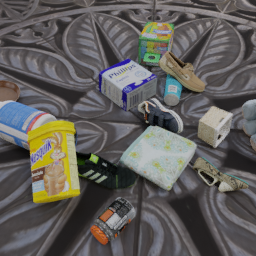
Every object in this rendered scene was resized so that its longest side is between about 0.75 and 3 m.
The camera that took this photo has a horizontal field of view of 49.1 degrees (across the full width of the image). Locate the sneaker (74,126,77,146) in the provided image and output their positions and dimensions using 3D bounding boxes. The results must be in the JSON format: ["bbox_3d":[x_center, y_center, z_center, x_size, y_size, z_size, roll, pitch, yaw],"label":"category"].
[{"bbox_3d":[-2.684,0.706,10.386,0.917,1.072,2.588,17,49,15],"label":"sneaker"}]

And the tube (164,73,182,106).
[{"bbox_3d":[2.223,-2.138,13.442,1.041,0.677,2.687,29,44,-10],"label":"tube"}]

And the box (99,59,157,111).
[{"bbox_3d":[-0.031,-2.065,13.048,1.899,1.083,2.065,-32,53,-28],"label":"box"}]

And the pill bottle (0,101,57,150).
[{"bbox_3d":[-4.285,-0.180,10.918,2.772,1.556,1.556,20,49,17],"label":"pill bottle"}]

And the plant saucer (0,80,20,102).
[{"bbox_3d":[-6.101,-1.349,12.848,2.334,0.402,2.334,0,47,0],"label":"plant saucer"}]

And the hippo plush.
[{"bbox_3d":[5.878,-0.498,10.397,2.389,2.971,2.367,-8,21,-9],"label":"hippo plush"}]

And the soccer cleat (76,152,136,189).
[{"bbox_3d":[-0.975,1.410,9.722,2.583,1.047,0.872,14,48,9],"label":"soccer cleat"}]

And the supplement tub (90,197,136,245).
[{"bbox_3d":[-0.458,2.829,8.554,0.809,0.809,1.321,33,55,28],"label":"supplement tub"}]

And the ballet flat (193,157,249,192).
[{"bbox_3d":[3.135,1.765,9.792,1.971,0.669,0.742,32,76,33],"label":"ballet flat"}]

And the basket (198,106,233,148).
[{"bbox_3d":[3.353,-0.063,10.850,0.882,1.097,1.087,32,61,31],"label":"basket"}]

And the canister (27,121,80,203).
[{"bbox_3d":[-2.335,1.093,8.790,1.682,0.980,2.264,-20,71,33],"label":"canister"}]

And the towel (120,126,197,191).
[{"bbox_3d":[1.180,0.963,10.398,2.065,0.581,2.412,25,47,23],"label":"towel"}]

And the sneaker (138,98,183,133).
[{"bbox_3d":[1.266,-0.416,11.607,0.925,0.914,2.330,-18,37,-24],"label":"sneaker"}]

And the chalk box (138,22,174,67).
[{"bbox_3d":[1.444,-4.321,14.874,1.574,1.566,2.530,10,47,10],"label":"chalk box"}]

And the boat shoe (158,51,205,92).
[{"bbox_3d":[2.671,-2.619,13.172,2.564,0.827,0.914,31,38,-9],"label":"boat shoe"}]
